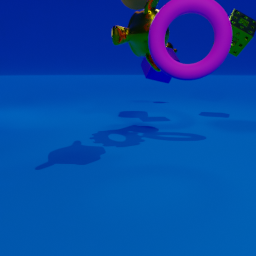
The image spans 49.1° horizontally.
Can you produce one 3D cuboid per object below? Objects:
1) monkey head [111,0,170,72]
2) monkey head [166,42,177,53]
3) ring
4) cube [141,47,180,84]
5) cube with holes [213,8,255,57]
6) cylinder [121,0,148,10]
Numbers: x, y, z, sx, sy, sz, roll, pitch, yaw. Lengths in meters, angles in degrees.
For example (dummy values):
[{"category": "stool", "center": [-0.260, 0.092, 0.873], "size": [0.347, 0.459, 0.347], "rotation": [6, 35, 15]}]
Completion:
[{"category": "monkey head", "center": [0.302, -1.983, 5.914], "size": [0.957, 1.588, 1.143], "rotation": [13, 24, 43]}, {"category": "monkey head", "center": [1.620, -3.384, 12.215], "size": [1.034, 0.744, 0.623], "rotation": [6, 13, -35]}, {"category": "ring", "center": [1.162, -1.685, 5.314], "size": [1.555, 1.555, 0.311], "rotation": [2, 15, 8]}, {"category": "cube", "center": [0.900, -1.848, 8.010], "size": [0.759, 0.759, 0.759], "rotation": [9, 39, -20]}, {"category": "cube with holes", "center": [3.190, -2.814, 8.309], "size": [0.816, 0.816, 0.816], "rotation": [30, 57, 1]}, {"category": "cylinder", "center": [0.255, -3.887, 7.538], "size": [1.079, 1.079, 1.079], "rotation": [0, 7, 2]}]
